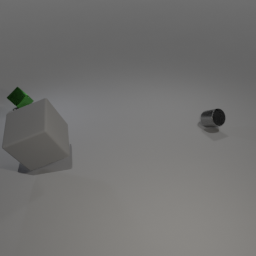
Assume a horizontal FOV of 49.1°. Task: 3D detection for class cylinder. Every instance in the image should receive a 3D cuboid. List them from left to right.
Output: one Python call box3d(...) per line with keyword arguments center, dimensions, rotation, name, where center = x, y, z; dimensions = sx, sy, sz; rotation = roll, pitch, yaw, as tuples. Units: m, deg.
box3d(center=(3.384, -0.390, 11.170), dimensions=(0.700, 0.700, 0.700), rotation=(-16, 3, -25), name="cylinder")

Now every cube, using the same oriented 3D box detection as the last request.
box3d(center=(-4.868, -1.297, 12.683), dimensions=(0.700, 0.700, 0.700), rotation=(38, 80, 15), name="cube")
box3d(center=(-2.759, 0.214, 8.589), dimensions=(1.400, 1.400, 1.400), rotation=(-21, 48, 7), name="cube")
